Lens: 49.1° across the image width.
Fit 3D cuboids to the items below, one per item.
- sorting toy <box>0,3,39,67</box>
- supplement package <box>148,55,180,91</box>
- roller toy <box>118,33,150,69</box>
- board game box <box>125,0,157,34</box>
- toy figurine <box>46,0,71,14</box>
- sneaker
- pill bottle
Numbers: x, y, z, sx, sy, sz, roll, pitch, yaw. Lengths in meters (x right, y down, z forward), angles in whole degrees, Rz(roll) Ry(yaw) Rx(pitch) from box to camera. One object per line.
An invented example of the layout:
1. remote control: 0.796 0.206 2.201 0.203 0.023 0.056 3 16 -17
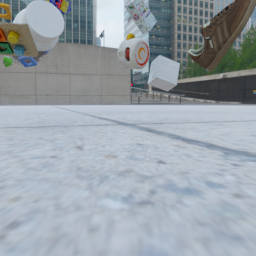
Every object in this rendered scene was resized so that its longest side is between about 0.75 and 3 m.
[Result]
1. sorting toy: -2.629 -1.882 6.148 1.073 0.260 1.906 0 -27 -1
2. supplement package: 1.317 -1.999 10.333 0.888 0.929 0.683 18 -20 -18
3. roller toy: 0.148 -2.239 8.423 0.684 0.892 0.978 15 -24 38
4. board game box: 0.398 -3.403 8.397 0.309 0.960 0.708 -19 29 38
5. toy figurine: -2.154 -3.910 9.164 0.742 1.407 0.843 26 9 32
6. sneaker: 2.846 -3.063 8.612 1.079 2.856 1.006 27 44 2
7. pill bottle: -2.838 -2.735 8.336 1.277 1.277 2.244 -4 -6 -37
